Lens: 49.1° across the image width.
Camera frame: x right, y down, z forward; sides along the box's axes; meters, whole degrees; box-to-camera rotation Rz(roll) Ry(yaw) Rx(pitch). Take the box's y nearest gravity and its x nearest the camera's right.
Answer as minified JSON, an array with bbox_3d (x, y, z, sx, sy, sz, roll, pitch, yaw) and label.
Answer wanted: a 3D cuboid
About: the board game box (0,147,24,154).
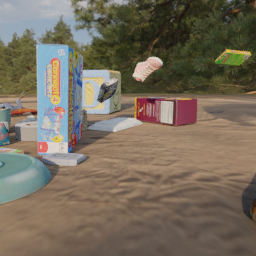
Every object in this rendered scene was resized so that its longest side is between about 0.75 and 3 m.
[{"bbox_3d":[-3.019,0.605,6.595,1.158,0.174,0.553,7,12,23],"label":"board game box"}]

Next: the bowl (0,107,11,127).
[{"bbox_3d":[-4.521,-0.195,9.414,1.331,0.696,1.331,-13,9,2],"label":"bowl"}]

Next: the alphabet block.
[{"bbox_3d":[-1.941,-2.170,16.756,2.545,2.532,2.592,4,11,12],"label":"alphabet block"}]

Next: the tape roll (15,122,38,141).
[{"bbox_3d":[-2.881,0.085,8.931,1.336,0.441,1.336,1,9,0],"label":"tape roll"}]

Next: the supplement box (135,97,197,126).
[{"bbox_3d":[1.619,-0.795,12.404,1.395,1.083,2.528,-8,12,-40],"label":"supplement box"}]

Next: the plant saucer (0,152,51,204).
[{"bbox_3d":[-2.566,0.794,4.835,2.384,0.327,2.384,0,10,0],"label":"plant saucer"}]

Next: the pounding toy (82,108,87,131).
[{"bbox_3d":[-2.335,-0.499,10.637,1.376,1.063,1.495,-2,9,-16],"label":"pounding toy"}]

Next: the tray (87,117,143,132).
[{"bbox_3d":[-0.451,-0.180,11.208,1.290,0.266,2.403,4,9,27],"label":"tray"}]

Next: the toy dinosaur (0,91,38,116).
[{"bbox_3d":[-5.886,-0.813,14.674,2.031,2.239,1.175,17,-37,-9],"label":"toy dinosaur"}]

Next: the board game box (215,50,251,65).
[{"bbox_3d":[3.608,-2.432,9.700,1.238,0.186,0.591,-6,-24,-29],"label":"board game box"}]

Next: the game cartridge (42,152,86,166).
[{"bbox_3d":[-1.404,0.676,6.115,0.831,0.172,0.553,3,14,16],"label":"game cartridge"}]

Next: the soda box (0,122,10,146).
[{"bbox_3d":[-4.137,0.253,7.177,0.703,0.653,2.054,5,11,32],"label":"soda box"}]

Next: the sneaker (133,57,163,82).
[{"bbox_3d":[0.610,-1.864,9.216,0.492,0.683,1.307,32,-16,-26],"label":"sneaker"}]

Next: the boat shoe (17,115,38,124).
[{"bbox_3d":[-3.893,-0.303,11.414,1.267,0.434,0.456,-6,11,-33],"label":"boat shoe"}]

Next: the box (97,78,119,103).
[{"bbox_3d":[-0.728,-1.382,10.227,0.217,0.710,0.897,33,38,15],"label":"box"}]

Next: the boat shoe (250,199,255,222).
[{"bbox_3d":[2.376,0.683,3.715,2.345,0.866,0.887,-8,12,-42],"label":"boat shoe"}]

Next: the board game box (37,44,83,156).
[{"bbox_3d":[-1.756,-0.793,7.623,0.722,2.584,2.530,2,9,-2],"label":"board game box"}]
